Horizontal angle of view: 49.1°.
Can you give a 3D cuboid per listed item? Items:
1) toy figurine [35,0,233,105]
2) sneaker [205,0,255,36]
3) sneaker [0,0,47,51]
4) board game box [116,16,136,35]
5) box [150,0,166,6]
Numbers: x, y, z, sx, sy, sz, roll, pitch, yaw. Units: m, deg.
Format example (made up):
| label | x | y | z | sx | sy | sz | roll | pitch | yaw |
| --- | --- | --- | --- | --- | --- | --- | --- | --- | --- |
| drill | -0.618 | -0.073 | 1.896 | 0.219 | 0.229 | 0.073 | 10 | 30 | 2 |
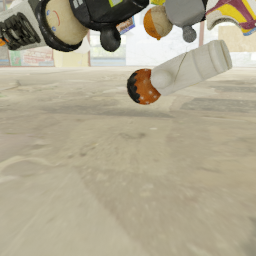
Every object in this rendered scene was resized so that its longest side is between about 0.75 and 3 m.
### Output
| label | x | y | z | sx | sy | sz | roll | pitch | yaw |
| --- | --- | --- | --- | --- | --- | --- | --- | --- | --- |
| toy figurine | 0.254 | -2.014 | 4.670 | 2.043 | 2.937 | 2.891 | -16 | -37 | 38 |
| sneaker | 2.080 | -1.756 | 4.164 | 1.819 | 0.819 | 0.682 | 16 | 8 | 33 |
| sneaker | -2.126 | -2.035 | 5.827 | 1.164 | 1.085 | 2.936 | -42 | 34 | -18 |
| board game box | -0.690 | -3.907 | 8.570 | 0.879 | 1.446 | 1.814 | -20 | -23 | 30 |
| box | 0.950 | -3.225 | 6.692 | 1.153 | 0.677 | 0.279 | 5 | -17 | -18 |
